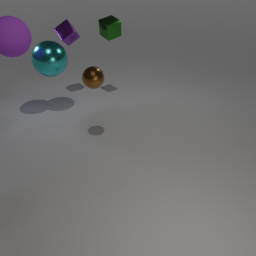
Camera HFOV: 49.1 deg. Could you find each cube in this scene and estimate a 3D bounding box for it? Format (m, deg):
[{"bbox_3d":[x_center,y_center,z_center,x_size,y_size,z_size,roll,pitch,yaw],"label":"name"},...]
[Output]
[{"bbox_3d":[-0.759,-4.255,11.909,0.700,0.700,0.700,-30,53,-24],"label":"cube"},{"bbox_3d":[-2.645,-4.164,12.251,0.700,0.700,0.700,-35,-7,7],"label":"cube"}]

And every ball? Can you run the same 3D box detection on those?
[{"bbox_3d":[-4.130,-3.202,9.847,1.400,1.400,1.400,0,31,0],"label":"ball"},{"bbox_3d":[-3.092,-2.737,11.087,1.400,1.400,1.400,0,31,0],"label":"ball"},{"bbox_3d":[-1.089,-1.578,8.779,0.700,0.700,0.700,0,31,0],"label":"ball"}]
